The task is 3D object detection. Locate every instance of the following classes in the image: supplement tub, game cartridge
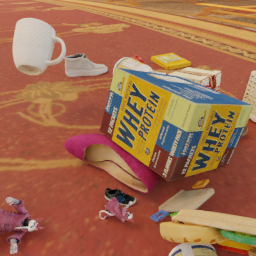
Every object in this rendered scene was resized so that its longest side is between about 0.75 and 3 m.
[{"bbox_3d":[0.330,-2.328,12.662,1.342,1.342,1.855,-22,39,-30],"label":"supplement tub"},{"bbox_3d":[1.290,2.817,4.967,0.949,0.949,1.315,-2,33,-4],"label":"supplement tub"},{"bbox_3d":[2.427,-3.825,16.000,1.586,0.292,1.799,-16,35,-23],"label":"game cartridge"}]

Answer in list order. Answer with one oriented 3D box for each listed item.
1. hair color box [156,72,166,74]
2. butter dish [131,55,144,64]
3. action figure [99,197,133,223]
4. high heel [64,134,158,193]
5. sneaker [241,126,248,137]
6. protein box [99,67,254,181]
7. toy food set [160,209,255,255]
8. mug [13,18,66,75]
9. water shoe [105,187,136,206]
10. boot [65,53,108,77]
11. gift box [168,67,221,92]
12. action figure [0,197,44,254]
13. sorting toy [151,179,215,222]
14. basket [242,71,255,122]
[{"bbox_3d":[1.419,-2.361,13.640,0.627,0.361,1.130,12,36,18],"label":"hair color box"},{"bbox_3d":[0.468,-3.762,15.579,0.854,0.632,0.852,-17,35,-24],"label":"butter dish"},{"bbox_3d":[-0.212,2.002,6.619,0.616,0.554,0.828,-29,40,-35],"label":"action figure"},{"bbox_3d":[-0.590,0.939,7.818,2.944,0.992,1.415,9,26,10],"label":"high heel"},{"bbox_3d":[2.914,-0.280,9.808,2.547,0.962,0.897,6,33,10],"label":"sneaker"},{"bbox_3d":[1.334,-0.281,8.085,2.937,1.982,2.916,-4,27,-43],"label":"protein box"},{"bbox_3d":[2.021,2.013,5.227,2.475,2.500,0.608,-1,69,33],"label":"toy food set"},{"bbox_3d":[-3.222,-2.846,10.205,1.906,1.407,1.671,3,75,2],"label":"mug"},{"bbox_3d":[-0.207,1.757,7.202,0.840,0.331,0.300,7,33,11],"label":"water shoe"},{"bbox_3d":[-2.154,-3.309,14.465,2.215,1.059,0.815,-10,34,-15],"label":"boot"},{"bbox_3d":[2.551,-1.310,10.863,1.721,1.701,1.843,20,38,39],"label":"gift box"},{"bbox_3d":[-2.762,2.187,6.336,1.679,1.250,1.124,10,67,-13],"label":"action figure"},{"bbox_3d":[1.455,1.830,6.865,1.968,0.268,1.108,-26,3,-34],"label":"sorting toy"},{"bbox_3d":[5.799,-1.082,10.327,2.218,1.800,2.238,-17,38,-27],"label":"basket"}]
